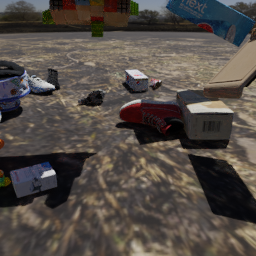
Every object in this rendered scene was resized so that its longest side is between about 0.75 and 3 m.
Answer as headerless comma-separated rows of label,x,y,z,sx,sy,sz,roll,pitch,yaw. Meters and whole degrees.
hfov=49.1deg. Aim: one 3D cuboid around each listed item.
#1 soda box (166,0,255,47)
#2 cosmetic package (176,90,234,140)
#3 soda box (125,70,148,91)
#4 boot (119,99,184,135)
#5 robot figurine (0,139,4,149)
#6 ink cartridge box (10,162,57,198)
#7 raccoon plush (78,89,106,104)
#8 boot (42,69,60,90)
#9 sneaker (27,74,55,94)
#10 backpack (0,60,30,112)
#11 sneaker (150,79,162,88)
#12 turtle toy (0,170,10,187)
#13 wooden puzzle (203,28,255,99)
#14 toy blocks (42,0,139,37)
soda box,2.755,-3.817,9.425,2.802,0.951,0.899,21,28,-15
cosmetic package,2.270,-0.497,8.746,1.232,0.833,2.343,-1,23,-2
soda box,0.386,-2.283,13.248,0.643,0.601,1.888,-6,24,-13
boot,0.664,-0.257,8.471,1.960,0.710,1.414,-3,33,5
robot figurine,-3.768,0.331,6.447,1.430,1.159,1.988,-25,29,-7
ink cartridge box,-1.937,1.044,5.752,0.799,0.343,0.585,-14,26,-27
raccoon plush,-1.407,-1.271,11.047,1.124,0.544,0.753,-2,15,-4
boot,-3.627,-2.331,12.970,1.372,0.903,0.479,15,29,32
sneaker,-4.033,-1.964,12.388,1.965,0.712,0.706,16,27,30
backpack,-4.557,-1.425,9.877,2.072,1.676,2.176,-14,32,-7
sneaker,1.226,-2.099,13.151,0.533,0.338,0.948,13,19,19
turtle toy,-2.889,0.999,5.731,0.874,0.442,0.637,16,28,33
wooden puzzle,2.796,-1.527,6.442,0.397,2.135,1.975,39,2,-9
toy blocks,-0.924,-3.169,6.877,2.633,1.316,1.800,0,0,-6
